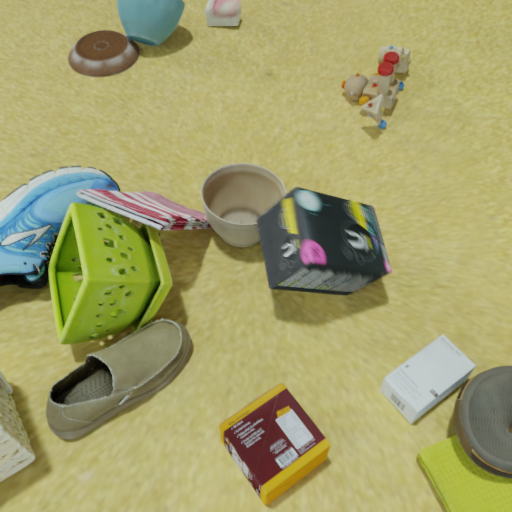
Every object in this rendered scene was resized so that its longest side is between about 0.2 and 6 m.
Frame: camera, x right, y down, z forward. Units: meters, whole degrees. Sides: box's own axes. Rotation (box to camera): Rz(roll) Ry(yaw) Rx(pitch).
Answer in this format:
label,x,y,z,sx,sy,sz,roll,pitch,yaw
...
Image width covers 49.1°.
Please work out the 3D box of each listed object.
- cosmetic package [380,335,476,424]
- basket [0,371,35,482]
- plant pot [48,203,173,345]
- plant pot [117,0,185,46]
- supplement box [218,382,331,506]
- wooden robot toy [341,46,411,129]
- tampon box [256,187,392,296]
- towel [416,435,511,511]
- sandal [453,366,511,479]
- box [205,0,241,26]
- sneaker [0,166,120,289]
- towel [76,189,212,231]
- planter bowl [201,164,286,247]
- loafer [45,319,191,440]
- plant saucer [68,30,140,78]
label,x,y,z,sx,sy,sz,roll,pitch,yaw
cosmetic package,2.210,1.579,7.228,1.075,0.436,0.607,-33,59,-20
basket,-3.750,2.174,6.237,2.098,1.422,1.294,-30,64,-20
plant pot,-1.946,0.263,7.519,1.256,1.384,1.377,4,46,-32
plant pot,-2.229,-4.856,11.445,1.375,1.375,0.926,15,98,11
supplement box,0.204,2.219,6.649,0.932,0.628,0.945,-30,60,-20
wooden robot toy,2.143,-3.331,10.500,1.057,1.026,2.329,13,54,22
tampon box,0.916,-0.149,7.677,1.467,0.926,1.100,7,61,-36
towel,3.405,3.681,5.828,1.746,0.366,4.058,-14,54,-16
sandal,3.974,1.800,6.573,3.398,0.927,1.388,2,49,-5
box,-0.707,-5.258,12.110,0.689,0.376,0.441,4,52,9
sneaker,-3.289,-0.164,8.287,3.072,1.204,1.382,-35,81,-19
towel,-1.514,-0.710,8.196,1.389,1.928,0.219,21,100,13
planter bowl,-0.210,-0.680,8.570,1.265,0.851,1.265,2,52,-3
loafer,-1.719,1.491,7.124,2.092,0.705,0.795,-38,63,-24
plant saucer,-3.153,-4.225,11.506,1.473,0.269,1.473,0,55,0
